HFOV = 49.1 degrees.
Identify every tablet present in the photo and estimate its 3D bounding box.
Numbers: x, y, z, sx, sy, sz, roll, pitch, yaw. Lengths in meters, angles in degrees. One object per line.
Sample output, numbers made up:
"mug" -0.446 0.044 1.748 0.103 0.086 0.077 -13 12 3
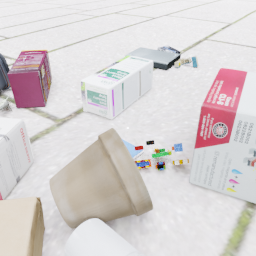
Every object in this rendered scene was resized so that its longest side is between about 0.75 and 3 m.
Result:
"tablet" -0.176 0.552 7.376 1.047 0.072 0.681 26 41 35

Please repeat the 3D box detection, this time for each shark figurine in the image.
"shark figurine" -3.924 -0.625 8.930 0.665 0.464 1.113 -33 24 10

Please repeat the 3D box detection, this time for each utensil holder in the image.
"utensil holder" -0.367 2.051 4.377 0.878 0.878 1.033 -28 40 -36

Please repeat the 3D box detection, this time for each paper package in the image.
"paper package" -2.298 2.044 4.286 1.823 0.943 1.738 -5 33 -8

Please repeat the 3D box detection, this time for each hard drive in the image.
"hard drive" 1.163 -3.230 12.923 2.145 0.353 1.497 19 37 26

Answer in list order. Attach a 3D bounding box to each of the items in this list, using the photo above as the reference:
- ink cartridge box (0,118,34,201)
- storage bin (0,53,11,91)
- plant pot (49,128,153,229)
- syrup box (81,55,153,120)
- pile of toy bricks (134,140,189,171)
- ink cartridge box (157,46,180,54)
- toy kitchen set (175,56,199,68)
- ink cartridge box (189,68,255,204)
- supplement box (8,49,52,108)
"ink cartridge box" -2.840 0.741 5.976 0.722 1.278 1.744 5 33 11
"storage bin" -5.605 -1.785 9.643 2.484 1.808 1.668 9 44 13
"plant pot" -0.575 1.097 5.339 1.511 1.741 1.741 -26 38 -7
"syrup box" -0.270 -1.467 9.501 1.106 1.144 2.809 18 36 26
"pile of toy bricks" 0.777 0.655 6.842 1.321 0.733 0.652 -8 -6 7
"ink cartridge box" 1.959 -3.852 13.979 0.664 0.262 1.335 -17 36 -23
"toy kitchen set" 2.574 -2.795 12.298 0.818 0.482 0.655 -1 27 38
"ink cartridge box" 3.075 0.241 5.961 2.898 2.106 2.096 14 36 21
"supplement box" -3.357 -1.804 9.878 0.990 1.275 2.311 -4 33 -6
